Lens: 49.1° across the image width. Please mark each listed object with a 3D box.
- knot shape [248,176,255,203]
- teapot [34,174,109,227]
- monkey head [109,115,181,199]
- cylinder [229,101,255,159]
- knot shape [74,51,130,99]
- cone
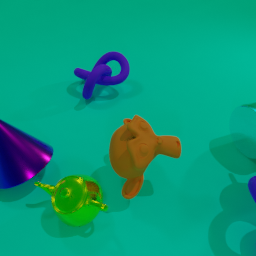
[{"bbox_3d":[2.796,1.492,4.475,1.660,0.820,1.774,-11,71,-18],"label":"knot shape"},{"bbox_3d":[-0.984,1.220,4.956,1.506,0.737,0.936,10,67,27],"label":"teapot"},{"bbox_3d":[0.282,0.426,5.330,1.248,1.045,1.735,10,58,-16],"label":"monkey head"},{"bbox_3d":[3.134,-0.049,6.221,1.218,1.218,1.218,-14,42,-16],"label":"cylinder"},{"bbox_3d":[-0.908,-1.560,8.208,1.705,0.788,1.595,-41,31,-24],"label":"knot shape"},{"bbox_3d":[-2.389,0.235,5.488,1.341,1.346,1.341,-18,29,11],"label":"cone"}]
